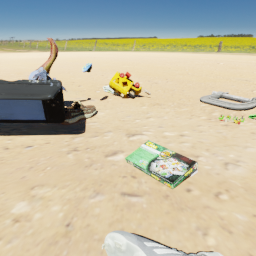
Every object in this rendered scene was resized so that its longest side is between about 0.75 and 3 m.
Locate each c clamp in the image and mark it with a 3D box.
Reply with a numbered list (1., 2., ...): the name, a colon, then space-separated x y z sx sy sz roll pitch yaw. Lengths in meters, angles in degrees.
1. c clamp: 4.393 -1.261 11.938 2.333 0.370 2.731 -9 20 -25

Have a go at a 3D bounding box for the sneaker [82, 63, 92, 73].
1. sneaker: -1.510 -2.242 10.613 0.283 0.331 0.798 -3 25 12

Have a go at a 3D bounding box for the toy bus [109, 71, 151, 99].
1. toy bus: -0.078 -1.766 12.643 1.650 1.557 0.853 21 72 52

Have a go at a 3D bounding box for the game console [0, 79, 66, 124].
1. game console: -3.209 -0.488 7.471 2.795 2.459 1.627 1 50 -6

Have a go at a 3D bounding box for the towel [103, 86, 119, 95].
1. towel: -0.431 -2.003 14.199 1.366 0.329 1.169 -13 23 -34

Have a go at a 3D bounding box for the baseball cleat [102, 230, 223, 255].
1. baseball cleat: 0.538 1.637 3.246 1.687 0.588 0.898 24 23 31

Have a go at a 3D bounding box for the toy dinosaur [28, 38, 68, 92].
1. toy dinosaur: -3.140 -1.607 10.417 1.492 2.841 2.578 21 -3 -32

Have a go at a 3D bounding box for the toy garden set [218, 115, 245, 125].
1. toy garden set: 3.497 -0.328 9.494 0.821 0.164 0.684 9 21 25

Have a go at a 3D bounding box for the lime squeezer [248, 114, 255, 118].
1. lime squeezer: 4.327 -0.340 8.484 0.865 0.462 2.448 -14 12 14

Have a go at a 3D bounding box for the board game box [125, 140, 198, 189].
1. board game box: 0.672 0.726 5.990 0.780 0.175 1.489 -37 34 -23

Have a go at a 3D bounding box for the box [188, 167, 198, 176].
1. box: 1.008 0.728 6.234 0.228 0.244 1.179 -23 29 -34

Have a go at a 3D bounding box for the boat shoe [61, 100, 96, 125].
1. boat shoe: -1.655 -0.641 9.665 0.643 0.644 1.740 8 20 23
